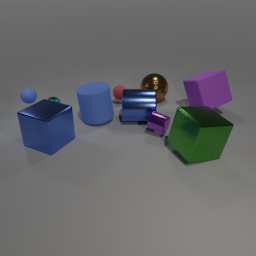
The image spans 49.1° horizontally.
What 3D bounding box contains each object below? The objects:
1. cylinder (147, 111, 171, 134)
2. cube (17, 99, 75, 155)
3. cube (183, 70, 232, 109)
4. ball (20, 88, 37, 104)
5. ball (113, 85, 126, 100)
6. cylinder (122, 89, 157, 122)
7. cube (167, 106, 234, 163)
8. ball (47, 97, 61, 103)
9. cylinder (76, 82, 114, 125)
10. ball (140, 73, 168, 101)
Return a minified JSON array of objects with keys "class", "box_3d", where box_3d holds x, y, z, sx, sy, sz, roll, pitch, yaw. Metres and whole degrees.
[{"class":"cylinder","box_3d":[1.201,-0.216,10.925,0.700,0.700,0.700,23,36,21]},{"class":"cube","box_3d":[-2.980,-0.084,10.391,1.400,1.400,1.400,15,32,24]},{"class":"cube","box_3d":[3.519,-1.682,12.477,1.400,1.400,1.400,-22,14,-11]},{"class":"ball","box_3d":[-4.429,-1.433,12.507,0.700,0.700,0.700,0,29,0]},{"class":"ball","box_3d":[-0.387,-1.714,13.532,0.700,0.700,0.700,0,29,0]},{"class":"cylinder","box_3d":[0.464,-0.961,11.939,1.400,1.400,1.400,0,29,1]},{"class":"cube","box_3d":[2.434,0.171,9.627,1.400,1.400,1.400,-3,32,-27]},{"class":"ball","box_3d":[-3.441,-1.101,12.922,0.700,0.700,0.700,0,29,0]},{"class":"cylinder","box_3d":[-1.383,-1.075,11.923,1.400,1.400,1.400,-6,29,3]},{"class":"ball","box_3d":[1.293,-1.995,13.822,1.400,1.400,1.400,0,29,0]}]
